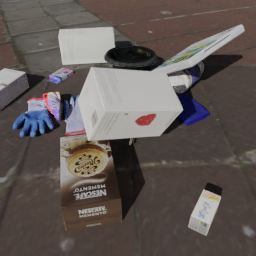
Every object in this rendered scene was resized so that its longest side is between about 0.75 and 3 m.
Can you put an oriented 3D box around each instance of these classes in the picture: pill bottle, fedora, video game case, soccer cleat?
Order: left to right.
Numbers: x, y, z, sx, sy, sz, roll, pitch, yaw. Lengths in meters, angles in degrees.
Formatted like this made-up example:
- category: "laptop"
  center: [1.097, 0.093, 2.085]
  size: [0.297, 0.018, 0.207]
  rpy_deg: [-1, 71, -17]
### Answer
- category: "soccer cleat"
  center: [-2.729, -0.794, 10.229]
  size: [0.650, 0.606, 1.776]
  rpy_deg: [-2, 34, -19]
- category: "fedora"
  center: [0.121, -2.812, 12.414]
  size: [2.327, 1.063, 2.327]
  rpy_deg: [0, 39, 0]
- category: "pill bottle"
  center: [2.464, -2.273, 11.764]
  size: [1.038, 1.038, 1.735]
  rpy_deg: [26, 46, 29]
- category: "video game case"
  center: [2.493, -2.852, 10.773]
  size: [2.675, 0.323, 2.935]
  rpy_deg: [-35, 14, -17]

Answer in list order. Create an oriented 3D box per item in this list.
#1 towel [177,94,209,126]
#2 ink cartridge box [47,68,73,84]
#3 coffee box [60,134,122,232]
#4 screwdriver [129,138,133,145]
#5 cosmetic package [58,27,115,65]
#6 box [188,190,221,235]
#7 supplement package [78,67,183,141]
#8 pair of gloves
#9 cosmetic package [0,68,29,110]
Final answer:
- category: "towel"
  center: [2.140, -0.666, 10.351]
  size: [1.075, 0.361, 1.456]
  rpy_deg: [-24, 44, -18]
- category: "ink cartridge box"
  center: [-3.036, -2.349, 12.532]
  size: [0.637, 0.224, 1.068]
  rpy_deg: [20, 45, 24]
- category: "coffee box"
  center: [-1.022, 1.285, 7.355]
  size: [1.389, 0.981, 2.457]
  rpy_deg: [-7, 39, -9]
- category: "screwdriver"
  center: [0.315, -0.276, 9.875]
  size: [0.392, 0.409, 2.813]
  rpy_deg: [6, 42, 8]
- category: "cosmetic package"
  center: [-1.939, -3.974, 13.569]
  size: [2.615, 1.476, 1.061]
  rpy_deg: [-4, 39, -7]
- category: "box"
  center: [1.868, 2.032, 6.799]
  size: [0.459, 0.510, 0.906]
  rpy_deg: [20, 43, 24]
- category: "supplement package"
  center: [0.031, -0.639, 7.812]
  size: [2.366, 1.435, 1.417]
  rpy_deg: [-3, 58, -28]
- category: "pair of gloves"
  center: [-2.544, -0.499, 10.121]
  size: [2.946, 0.336, 2.368]
  rpy_deg: [-5, 39, -6]
- category: "cosmetic package"
  center: [-5.028, -1.490, 10.984]
  size: [1.110, 0.808, 2.183]
  rpy_deg: [12, 41, 14]
